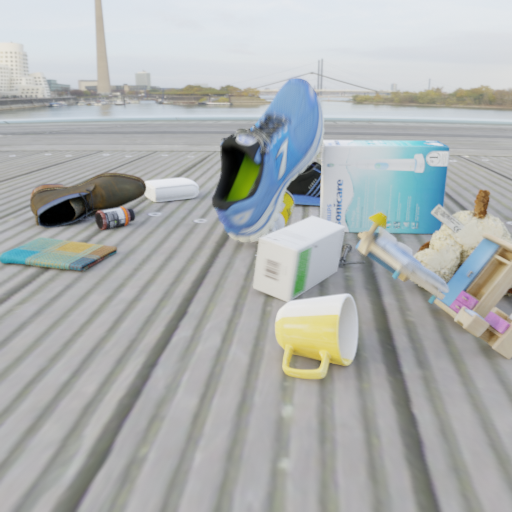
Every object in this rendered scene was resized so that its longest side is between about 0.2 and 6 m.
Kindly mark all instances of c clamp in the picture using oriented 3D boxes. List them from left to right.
[{"bbox_3d":[1.570,-0.018,10.855,1.063,0.169,1.245,-2,19,11],"label":"c clamp"}]

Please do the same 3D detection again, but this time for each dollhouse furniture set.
[{"bbox_3d":[2.580,0.042,7.404,1.944,1.269,1.835,32,9,-19],"label":"dollhouse furniture set"}]

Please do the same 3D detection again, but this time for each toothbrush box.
[{"bbox_3d":[2.806,-1.579,12.678,2.682,1.964,1.144,0,18,4],"label":"toothbrush box"}]

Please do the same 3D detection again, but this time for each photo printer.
[{"bbox_3d":[-2.398,-1.911,16.061,1.415,0.492,1.178,-9,20,-25],"label":"photo printer"}]

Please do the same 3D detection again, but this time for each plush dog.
[{"bbox_3d":[3.600,-0.163,9.538,2.028,1.627,1.742,4,-6,11],"label":"plush dog"}]

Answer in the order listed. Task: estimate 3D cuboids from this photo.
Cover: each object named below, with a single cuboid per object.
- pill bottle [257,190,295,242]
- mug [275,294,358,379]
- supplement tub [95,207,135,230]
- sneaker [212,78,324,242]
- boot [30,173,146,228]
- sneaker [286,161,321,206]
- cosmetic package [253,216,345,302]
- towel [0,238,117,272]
[{"bbox_3d":[0.327,-0.861,12.136,0.740,0.740,1.321,6,38,19],"label":"pill bottle"},{"bbox_3d":[0.686,0.919,6.898,0.889,0.867,1.082,0,10,25],"label":"mug"},{"bbox_3d":[-3.252,-0.883,12.984,0.850,0.455,0.455,-15,23,-39],"label":"supplement tub"},{"bbox_3d":[0.226,-2.088,11.115,1.398,3.559,1.586,17,-15,29],"label":"sneaker"},{"bbox_3d":[-4.024,-1.251,13.597,2.816,1.052,1.365,-11,32,-11],"label":"boot"},{"bbox_3d":[1.845,-1.963,15.100,2.796,1.089,0.981,1,21,-9],"label":"sneaker"},{"bbox_3d":[0.746,0.000,9.395,0.739,0.938,1.742,20,27,30],"label":"cosmetic package"},{"bbox_3d":[-3.797,-0.023,10.794,1.819,0.197,1.334,7,19,16],"label":"towel"}]
